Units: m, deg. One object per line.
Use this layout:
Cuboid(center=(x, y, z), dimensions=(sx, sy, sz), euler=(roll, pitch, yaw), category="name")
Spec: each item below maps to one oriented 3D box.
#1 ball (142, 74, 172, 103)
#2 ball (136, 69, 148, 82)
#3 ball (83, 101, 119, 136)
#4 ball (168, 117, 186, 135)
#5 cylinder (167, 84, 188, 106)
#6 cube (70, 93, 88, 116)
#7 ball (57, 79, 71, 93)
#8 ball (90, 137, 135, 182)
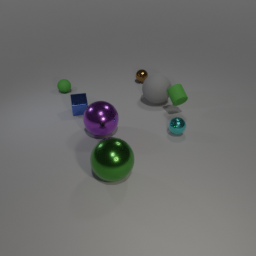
Cuboid(center=(1.371, -1.866, 13.266), dimensions=(1.400, 1.400, 1.400), euler=(0, 33, 0), category="ball")
Cuboid(center=(0.769, -2.902, 15.546), dimensions=(0.700, 0.700, 0.700), euler=(0, 33, 0), category="ball")
Cuboid(center=(-1.065, -0.375, 11.038), dimensions=(1.400, 1.400, 1.400), euler=(0, 33, 0), category="ball")
Cuboid(center=(1.964, -0.087, 11.150), dimensions=(0.700, 0.700, 0.700), euler=(0, 33, 0), category="ball")
Cuboid(center=(2.151, -1.443, 12.191), dimensions=(0.700, 0.700, 0.700), euler=(-13, 67, -19), category="cylinder")
Cuboid(center=(-2.181, -1.058, 12.574), dimensions=(0.700, 0.700, 0.700), euler=(-7, 55, -11), category="cube")
Cuboid(center=(-3.303, -2.184, 14.515), dimensions=(0.700, 0.700, 0.700), euler=(0, 33, 0), category="ball")
Cuboid(center=(-0.492, 0.991, 8.881), dimensions=(1.400, 1.400, 1.400), euler=(0, 33, 0), category="ball")
